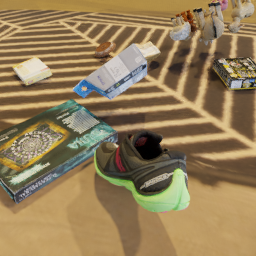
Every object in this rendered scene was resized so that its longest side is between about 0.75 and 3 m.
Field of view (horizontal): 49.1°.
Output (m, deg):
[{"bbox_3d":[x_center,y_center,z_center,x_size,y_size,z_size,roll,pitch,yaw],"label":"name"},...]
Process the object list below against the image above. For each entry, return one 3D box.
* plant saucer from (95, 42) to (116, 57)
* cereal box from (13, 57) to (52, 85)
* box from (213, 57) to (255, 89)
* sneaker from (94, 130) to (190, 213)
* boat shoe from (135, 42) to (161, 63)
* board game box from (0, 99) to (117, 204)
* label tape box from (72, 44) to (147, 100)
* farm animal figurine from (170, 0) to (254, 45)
[{"bbox_3d":[-0.886,-2.974,10.463,0.892,0.163,0.892,-17,42,16],"label":"plant saucer"},{"bbox_3d":[-3.187,-1.902,9.280,0.899,0.247,1.250,-29,46,-21],"label":"cereal box"},{"bbox_3d":[3.649,-1.816,9.129,1.271,0.393,1.592,-5,37,-2],"label":"box"},{"bbox_3d":[0.210,0.558,4.954,1.016,1.109,2.648,6,4,-31],"label":"sneaker"},{"bbox_3d":[0.271,-2.524,9.609,2.015,0.743,0.697,-29,84,-44],"label":"boat shoe"},{"bbox_3d":[-1.773,0.335,6.307,2.621,0.369,1.773,-31,52,-34],"label":"board game box"},{"bbox_3d":[-0.393,-1.177,6.980,1.782,1.277,0.589,-37,85,1],"label":"label tape box"},{"bbox_3d":[3.073,-3.743,10.051,2.749,1.433,2.718,-11,22,26],"label":"farm animal figurine"}]
